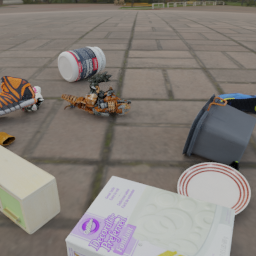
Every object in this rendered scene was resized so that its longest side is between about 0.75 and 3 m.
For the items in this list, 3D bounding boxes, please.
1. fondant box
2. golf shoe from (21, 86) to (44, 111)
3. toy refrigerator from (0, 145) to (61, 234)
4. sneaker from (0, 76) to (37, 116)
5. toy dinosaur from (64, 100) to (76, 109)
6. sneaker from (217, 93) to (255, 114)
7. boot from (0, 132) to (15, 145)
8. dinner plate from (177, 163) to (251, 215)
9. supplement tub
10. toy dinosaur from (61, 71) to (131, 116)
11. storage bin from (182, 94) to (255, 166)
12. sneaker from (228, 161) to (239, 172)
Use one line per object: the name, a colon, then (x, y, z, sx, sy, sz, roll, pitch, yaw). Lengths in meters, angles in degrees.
fondant box: (0.551, 2.310, 5.907, 2.994, 0.872, 2.160, 11, 31, 20)
golf shoe: (-4.193, -1.302, 12.715, 0.834, 0.658, 1.812, 7, 37, -3)
toy refrigerator: (-3.189, 1.401, 7.274, 2.992, 1.136, 1.047, 20, 35, 31)
sneaker: (-5.094, -1.269, 11.336, 2.512, 1.408, 0.975, -22, 7, -13)
toy dinosaur: (-2.491, -1.130, 12.692, 0.752, 0.395, 0.683, -12, 10, 2)
sneaker: (5.134, -1.170, 12.195, 2.516, 0.829, 0.986, 3, 31, 6)
boot: (-4.668, 0.455, 9.630, 0.950, 0.467, 1.327, 11, 25, 29)
dinner plate: (2.264, 1.651, 7.487, 1.860, 0.225, 1.860, -7, 39, 6)
supplement tub: (-2.585, -3.648, 15.807, 1.643, 1.643, 2.342, 25, 38, 37)
toy dinosaur: (-1.332, -1.304, 12.031, 2.962, 1.513, 2.010, 20, 46, -7)
storage bin: (3.171, 0.046, 9.294, 1.696, 1.838, 2.525, 24, 36, 19)
sneaker: (2.856, 1.318, 8.058, 0.443, 0.511, 1.234, 20, 35, 32)
